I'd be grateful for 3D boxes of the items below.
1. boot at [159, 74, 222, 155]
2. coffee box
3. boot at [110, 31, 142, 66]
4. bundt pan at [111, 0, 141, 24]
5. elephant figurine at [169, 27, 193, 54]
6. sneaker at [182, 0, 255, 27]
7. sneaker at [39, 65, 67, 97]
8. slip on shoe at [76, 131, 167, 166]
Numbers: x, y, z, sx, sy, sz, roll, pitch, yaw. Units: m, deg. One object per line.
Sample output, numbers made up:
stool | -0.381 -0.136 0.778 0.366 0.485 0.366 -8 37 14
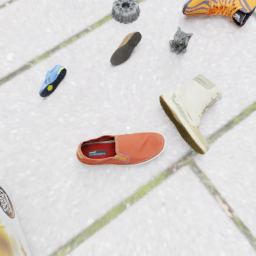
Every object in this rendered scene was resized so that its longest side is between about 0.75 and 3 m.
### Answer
boot | 2.234 -0.475 8.594 1.736 0.809 2.245 -30 73 -10
coffee box | -4.146 2.730 6.408 2.658 2.628 2.654 -29 62 -9
boot | -0.132 -2.705 9.536 1.408 0.518 0.531 -48 35 -1
bundt pan | -0.075 -4.290 10.002 1.078 0.404 1.078 0 72 -1
elephant figurine | 1.773 -2.962 9.241 0.738 1.042 0.809 -4 72 -1
sneaker | 3.308 -4.168 9.623 2.719 1.055 1.523 -23 73 -7
sneaker | -2.544 -1.554 9.165 0.496 0.417 1.265 28 74 22
slip on shoe | -0.184 0.592 8.234 2.737 0.838 1.014 -6 71 -3
